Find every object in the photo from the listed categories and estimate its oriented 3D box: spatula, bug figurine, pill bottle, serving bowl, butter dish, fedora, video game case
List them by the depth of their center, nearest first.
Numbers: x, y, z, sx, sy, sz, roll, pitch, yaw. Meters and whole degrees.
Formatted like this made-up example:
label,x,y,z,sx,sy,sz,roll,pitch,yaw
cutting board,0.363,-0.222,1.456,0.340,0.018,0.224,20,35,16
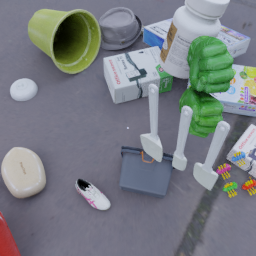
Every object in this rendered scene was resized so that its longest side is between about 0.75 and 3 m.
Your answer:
label,x,y,z,sx,sy,sz,roll,pitch,yaw
spatula,1.009,0.312,5.600,1.883,2.709,0.218,34,68,24
butter dish,-3.536,2.529,6.422,2.031,2.025,1.501,-12,27,-8
pill bottle,1.663,-2.451,7.233,1.228,2.148,1.228,8,50,-10
bug figurine,2.952,1.259,7.609,0.997,0.331,1.286,-23,99,2
serving bowl,-3.554,-1.347,9.473,0.910,0.299,0.910,0,58,1
video game case,2.349,-3.108,9.889,2.498,0.626,2.756,-27,51,-25
fedora,-0.425,-3.824,10.402,1.871,0.845,1.655,-4,71,9

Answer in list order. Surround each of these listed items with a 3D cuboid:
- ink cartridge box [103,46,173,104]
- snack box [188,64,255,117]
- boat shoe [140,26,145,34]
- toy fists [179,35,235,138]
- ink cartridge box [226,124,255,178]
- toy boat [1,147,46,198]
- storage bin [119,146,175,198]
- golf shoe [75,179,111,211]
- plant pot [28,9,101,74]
label,x,y,z,sx,sy,sz,roll,pitch,yaw
ink cartridge box,0.299,-1.800,9.424,2.010,0.835,1.473,-16,60,-10
snack box,3.189,-1.360,9.275,2.352,0.623,1.673,10,58,8
boat shoe,0.169,-3.765,10.927,1.243,0.465,0.425,7,79,2
toy fists,1.677,-0.841,6.191,0.783,2.277,1.161,-7,35,-16
ink cartridge box,3.799,0.795,7.935,1.538,0.649,1.114,36,65,20
toy boat,-3.201,1.324,7.611,1.785,0.830,1.501,-17,64,-19
storage bin,0.488,1.201,7.498,1.589,1.157,1.067,10,69,6
golf shoe,-0.955,1.767,7.414,1.141,0.525,0.414,32,63,17
plant pot,-2.370,-3.238,9.806,1.947,2.118,2.118,31,63,31
